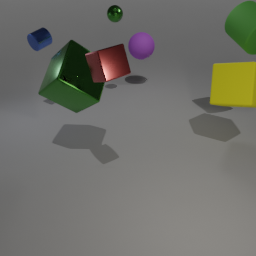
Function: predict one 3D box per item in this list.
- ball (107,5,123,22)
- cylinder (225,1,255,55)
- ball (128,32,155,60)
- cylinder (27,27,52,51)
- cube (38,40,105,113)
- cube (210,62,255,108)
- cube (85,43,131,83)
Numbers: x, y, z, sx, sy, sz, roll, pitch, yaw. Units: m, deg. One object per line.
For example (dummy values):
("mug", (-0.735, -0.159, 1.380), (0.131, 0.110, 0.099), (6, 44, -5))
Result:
("ball", (-0.567, -4.954, 12.154), (0.700, 0.700, 0.700), (0, 29, 0))
("cylinder", (4.483, -3.622, 10.136), (1.400, 1.400, 1.400), (-10, 50, -17))
("ball", (0.711, -4.338, 14.834), (1.400, 1.400, 1.400), (0, 29, 0))
("cylinder", (-3.486, -3.506, 11.076), (0.700, 0.700, 0.700), (21, 50, 33))
("cube", (-1.622, -1.491, 8.484), (1.400, 1.400, 1.400), (-18, 53, 50))
("cube", (3.826, -1.461, 9.773), (1.400, 1.400, 1.400), (7, 5, 37))
("cube", (-0.465, -1.495, 6.517), (0.700, 0.700, 0.700), (-24, 18, -26))
